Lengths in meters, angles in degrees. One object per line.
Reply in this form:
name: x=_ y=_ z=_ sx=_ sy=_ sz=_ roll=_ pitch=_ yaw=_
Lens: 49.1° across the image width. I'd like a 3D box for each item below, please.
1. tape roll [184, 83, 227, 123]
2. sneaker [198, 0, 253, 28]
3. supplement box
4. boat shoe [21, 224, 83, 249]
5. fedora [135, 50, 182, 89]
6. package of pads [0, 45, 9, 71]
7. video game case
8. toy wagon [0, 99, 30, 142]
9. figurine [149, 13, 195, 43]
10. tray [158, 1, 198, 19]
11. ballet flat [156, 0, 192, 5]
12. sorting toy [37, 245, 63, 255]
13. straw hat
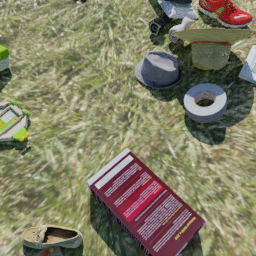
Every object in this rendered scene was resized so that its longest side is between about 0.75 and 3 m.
tape roll: x=2.516 y=-0.821 z=9.133 sx=1.325 sy=0.438 sz=1.325 roll=-10 pitch=55 yaw=14
sneaker: x=3.958 y=-4.934 z=11.434 sx=2.415 sy=1.025 sz=0.930 roll=32 pitch=64 yaw=18
supplement box: x=0.405 y=2.046 z=7.379 sx=1.535 sy=0.859 sz=2.821 roll=-38 pitch=66 yaw=-21
boat shoe: x=-1.957 y=2.723 z=7.144 sx=1.585 sy=0.497 sz=0.581 roll=-1 pitch=50 yaw=0
fedora: x=1.108 y=-2.205 z=9.955 sx=1.747 sy=0.789 sz=1.545 roll=34 pitch=65 yaw=18
package of pads: x=-5.823 y=-2.347 z=9.636 sx=2.048 sy=0.904 sz=2.651 roll=29 pitch=45 yaw=17
video game case: x=5.093 y=-2.195 z=10.286 sx=1.571 sy=0.205 sz=1.726 roll=26 pitch=62 yaw=15
toy wagon: x=-3.822 y=-0.101 z=8.960 sx=1.810 sy=0.358 sz=1.404 roll=36 pitch=66 yaw=19
figurine: x=1.816 y=-4.183 z=11.258 sx=1.431 sy=0.616 sz=1.396 roll=29 pitch=59 yaw=19
tray: x=1.884 y=-5.725 z=12.108 sx=1.514 sy=0.313 sz=2.820 roll=-8 pitch=58 yaw=-24
ballet flat: x=1.765 y=-5.457 z=11.346 sx=1.965 sy=0.718 sz=0.718 roll=3 pitch=59 yaw=-10
sorting toy: x=-1.968 y=3.247 z=7.094 sx=0.553 sy=0.134 sz=0.982 roll=-26 pitch=63 yaw=-15
straw hat: x=2.923 y=-2.695 z=9.924 sx=2.946 sy=2.946 sz=1.247 roll=1 pitch=100 yaw=0
